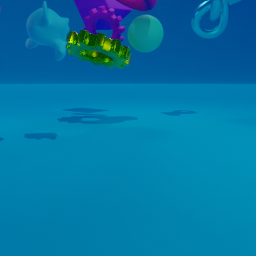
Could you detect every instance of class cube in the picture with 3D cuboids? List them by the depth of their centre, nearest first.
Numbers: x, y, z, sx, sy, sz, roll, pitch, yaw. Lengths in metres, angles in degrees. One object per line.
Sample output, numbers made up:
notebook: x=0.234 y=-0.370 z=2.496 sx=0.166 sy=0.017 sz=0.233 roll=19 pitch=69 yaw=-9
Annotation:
cube: x=-0.913 y=-4.411 z=10.010 sx=1.282 sy=1.282 sz=1.282 roll=-26 pitch=-2 yaw=42

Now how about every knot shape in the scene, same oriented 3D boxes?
knot shape: x=2.904 y=-3.870 z=9.258 sx=1.980 sy=1.852 sz=0.915 roll=-13 pitch=52 yaw=-48

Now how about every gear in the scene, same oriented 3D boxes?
gear: x=-0.883 y=-2.267 z=8.265 sx=1.936 sy=0.358 sz=1.936 roll=12 pitch=-4 yaw=1
gear: x=-0.783 y=-3.200 z=9.096 sx=1.370 sy=1.370 sz=0.253 roll=4 pitch=34 yaw=24

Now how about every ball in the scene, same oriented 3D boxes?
ball: x=0.512 y=-2.759 z=8.218 sx=1.042 sy=1.042 sz=1.042 roll=0 pitch=10 yaw=0

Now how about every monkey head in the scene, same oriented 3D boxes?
monkey head: x=-1.537 y=-1.771 z=5.338 sx=0.759 sy=0.906 sz=1.259 roll=6 pitch=-23 yaw=-33

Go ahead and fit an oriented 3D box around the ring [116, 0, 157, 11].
ring: x=-0.111 y=-3.676 z=7.236 sx=1.905 sy=0.381 sz=1.905 roll=29 pitch=4 yaw=-2
